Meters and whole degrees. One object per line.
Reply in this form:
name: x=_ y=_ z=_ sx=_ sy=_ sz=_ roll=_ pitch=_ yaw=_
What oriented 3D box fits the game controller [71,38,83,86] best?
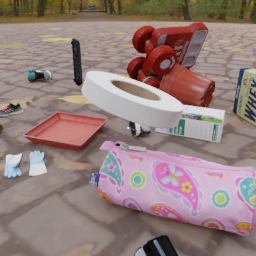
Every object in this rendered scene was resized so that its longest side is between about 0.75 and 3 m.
game controller: x=-1.616 y=-2.056 z=8.845 sx=0.300 sy=1.423 sz=0.742 roll=-3 pitch=-1 yaw=-9

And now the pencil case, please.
pencil case: x=0.835 y=1.009 z=5.123 sx=2.880 sy=1.259 sz=1.259 roll=11 pitch=27 yaw=20

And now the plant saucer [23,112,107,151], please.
plant saucer: x=-1.728 y=0.093 z=8.087 sx=1.789 sy=0.329 sz=1.793 roll=8 pitch=26 yaw=17

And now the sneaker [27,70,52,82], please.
sneaker: x=-4.259 y=-2.450 z=13.113 sx=1.423 sy=0.595 sz=0.859 roll=11 pitch=22 yaw=40

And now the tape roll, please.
tape roll: x=0.098 y=-0.555 z=5.106 sx=1.891 sy=0.346 sz=1.891 roll=18 pitch=18 yaw=-6

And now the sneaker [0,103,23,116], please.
sneaker: x=-4.082 y=-0.654 z=9.573 sx=0.911 sy=0.399 sz=0.336 roll=-10 pitch=27 yaw=-20

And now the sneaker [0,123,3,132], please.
sneaker: x=-4.369 y=0.008 z=8.107 sx=1.309 sy=0.439 sz=0.588 roll=-18 pitch=35 yaw=-27

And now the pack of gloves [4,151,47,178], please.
pack of gloves: x=-2.474 y=0.796 z=6.730 sx=0.926 sy=0.218 sz=1.103 roll=-9 pitch=27 yaw=-17

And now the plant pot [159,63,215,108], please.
plant pot: x=2.149 y=-1.349 z=9.938 sx=1.519 sy=1.562 sz=1.562 roll=25 pitch=35 yaw=29

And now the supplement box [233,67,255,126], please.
supplement box: x=5.044 y=-0.910 z=8.717 sx=2.350 sy=1.578 sz=2.348 roll=-6 pitch=26 yaw=-13

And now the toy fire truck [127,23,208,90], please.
toy fire truck: x=1.474 y=-2.363 z=10.341 sx=2.511 sy=2.990 sz=1.676 roll=-11 pitch=50 yaw=-22

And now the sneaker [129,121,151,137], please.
sneaker: x=0.346 y=-0.166 z=8.520 sx=0.557 sy=0.519 sz=1.405 roll=5 pitch=30 yaw=-11

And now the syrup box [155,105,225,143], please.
syrup box: x=1.792 y=-0.192 z=8.191 sx=1.877 sy=0.739 sz=0.764 roll=10 pitch=27 yaw=20

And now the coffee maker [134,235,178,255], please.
coffee maker: x=0.608 y=1.993 z=3.861 sx=0.845 sy=0.592 sz=0.880 roll=5 pitch=23 yaw=-23
